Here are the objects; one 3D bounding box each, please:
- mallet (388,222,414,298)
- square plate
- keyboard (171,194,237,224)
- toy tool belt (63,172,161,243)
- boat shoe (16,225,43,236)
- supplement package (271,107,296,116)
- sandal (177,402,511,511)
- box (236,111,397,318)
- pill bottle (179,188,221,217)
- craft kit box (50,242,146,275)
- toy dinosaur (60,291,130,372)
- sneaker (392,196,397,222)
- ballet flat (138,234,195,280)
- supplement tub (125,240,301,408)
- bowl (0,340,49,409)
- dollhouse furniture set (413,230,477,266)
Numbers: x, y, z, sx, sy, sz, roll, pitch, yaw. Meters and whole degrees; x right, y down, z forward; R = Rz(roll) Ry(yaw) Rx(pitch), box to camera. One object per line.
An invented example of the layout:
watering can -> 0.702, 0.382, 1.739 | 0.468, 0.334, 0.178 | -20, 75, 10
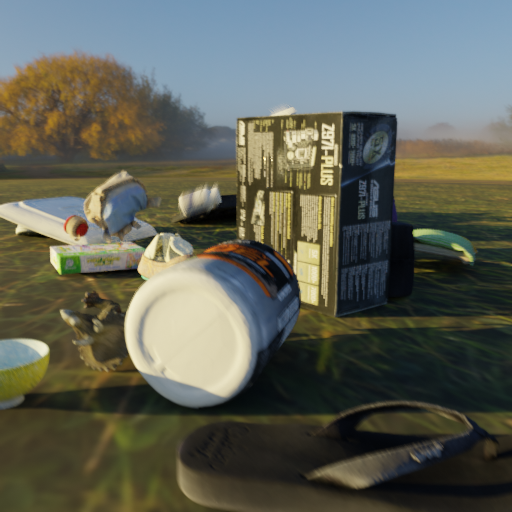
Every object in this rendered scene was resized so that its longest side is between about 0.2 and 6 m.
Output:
mallet -> 1.932, -0.172, 9.302 | 0.682, 1.092, 3.315 | 1, 10, 1
square plate -> -4.216, -0.902, 13.398 | 2.822, 0.401, 2.796 | 20, 17, 18
keyboard -> 0.023, -1.360, 17.544 | 2.688, 1.023, 5.165 | -22, -5, 40
toy tool belt -> -2.754, -0.811, 10.903 | 1.063, 1.081, 1.730 | 31, 58, 19
boat shoe -> -5.573, -0.971, 14.506 | 0.905, 0.787, 2.455 | 0, 10, -2
supplement package -> 0.429, -2.221, 10.690 | 0.778, 0.775, 1.326 | -16, 24, 18
sandal -> 0.676, 1.197, 3.345 | 2.335, 0.500, 0.888 | 1, 10, 3
box -> 0.756, -0.675, 7.869 | 1.103, 2.561, 2.098 | -8, 13, -39
pill bottle -> -1.350, -1.323, 13.611 | 0.939, 0.522, 0.522 | -18, 9, 5
craft kit box -> -2.869, 0.019, 10.182 | 1.530, 0.376, 1.549 | -8, 10, -25
toy dinosaur -> -1.175, 0.741, 5.840 | 1.981, 0.763, 1.013 | -2, 20, -42
sneaker -> 2.825, -1.327, 14.579 | 1.261, 1.458, 3.329 | -2, 11, -12
ballet flat -> -1.279, 0.079, 8.660 | 0.822, 0.812, 2.416 | -5, 11, -26
supplement tub -> -0.262, 0.503, 5.265 | 1.197, 1.197, 1.954 | 3, 11, 15
bowl -> -2.106, 1.008, 4.622 | 0.775, 0.417, 0.775 | -1, 11, 0
dollhouse furniture set -> 2.483, -0.817, 10.593 | 3.462, 1.336, 1.730 | 11, 7, 18
